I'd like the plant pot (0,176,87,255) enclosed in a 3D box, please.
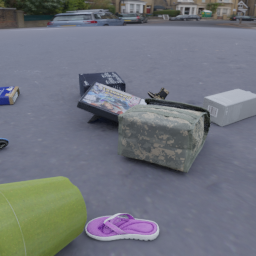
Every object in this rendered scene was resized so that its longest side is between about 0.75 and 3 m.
[{"bbox_3d":[-2.028,1.896,5.514,2.266,2.266,2.152,21,21,37],"label":"plant pot"}]

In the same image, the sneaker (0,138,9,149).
[{"bbox_3d":[-4.697,0.688,9.694,1.129,0.400,0.468,-17,36,-21],"label":"sneaker"}]

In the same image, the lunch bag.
[{"bbox_3d":[1.379,-0.025,9.617,2.440,1.750,2.976,12,23,23],"label":"lunch bag"}]

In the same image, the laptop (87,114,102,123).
[{"bbox_3d":[-0.558,-0.472,12.397,1.791,1.038,1.677,31,29,-1],"label":"laptop"}]

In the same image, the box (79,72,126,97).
[{"bbox_3d":[-1.364,-1.999,14.290,2.045,1.169,2.246,-5,26,-14],"label":"box"}]

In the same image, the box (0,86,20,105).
[{"bbox_3d":[-7.241,-1.608,14.331,2.944,0.477,1.783,-6,26,-9],"label":"box"}]

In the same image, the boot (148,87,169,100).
[{"bbox_3d":[1.487,-1.673,13.622,0.926,0.339,0.697,34,80,16],"label":"boot"}]

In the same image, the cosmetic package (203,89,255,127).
[{"bbox_3d":[4.549,-0.960,12.367,2.369,1.068,1.265,-12,29,-29],"label":"cosmetic package"}]

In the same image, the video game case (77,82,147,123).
[{"bbox_3d":[-0.497,-1.010,11.854,2.718,0.347,2.456,20,29,-1],"label":"video game case"}]

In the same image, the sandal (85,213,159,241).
[{"bbox_3d":[-0.133,2.205,6.455,1.689,0.415,0.687,1,26,1],"label":"sandal"}]
